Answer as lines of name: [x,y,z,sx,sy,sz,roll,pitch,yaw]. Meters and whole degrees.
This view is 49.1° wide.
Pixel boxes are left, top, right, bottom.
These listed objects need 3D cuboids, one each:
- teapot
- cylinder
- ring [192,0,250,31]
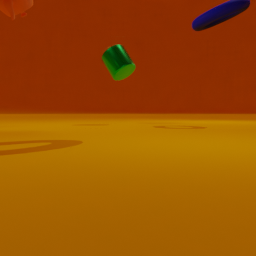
teapot: [-2.959,-3.311,7.373,1.009,0.794,1.622,-18,38,9]
cylinder: [-0.363,-2.513,10.791,0.992,0.992,0.992,-28,-15,-8]
ring: [3.131,-3.849,9.533,1.969,0.394,1.969,-22,7,3]
